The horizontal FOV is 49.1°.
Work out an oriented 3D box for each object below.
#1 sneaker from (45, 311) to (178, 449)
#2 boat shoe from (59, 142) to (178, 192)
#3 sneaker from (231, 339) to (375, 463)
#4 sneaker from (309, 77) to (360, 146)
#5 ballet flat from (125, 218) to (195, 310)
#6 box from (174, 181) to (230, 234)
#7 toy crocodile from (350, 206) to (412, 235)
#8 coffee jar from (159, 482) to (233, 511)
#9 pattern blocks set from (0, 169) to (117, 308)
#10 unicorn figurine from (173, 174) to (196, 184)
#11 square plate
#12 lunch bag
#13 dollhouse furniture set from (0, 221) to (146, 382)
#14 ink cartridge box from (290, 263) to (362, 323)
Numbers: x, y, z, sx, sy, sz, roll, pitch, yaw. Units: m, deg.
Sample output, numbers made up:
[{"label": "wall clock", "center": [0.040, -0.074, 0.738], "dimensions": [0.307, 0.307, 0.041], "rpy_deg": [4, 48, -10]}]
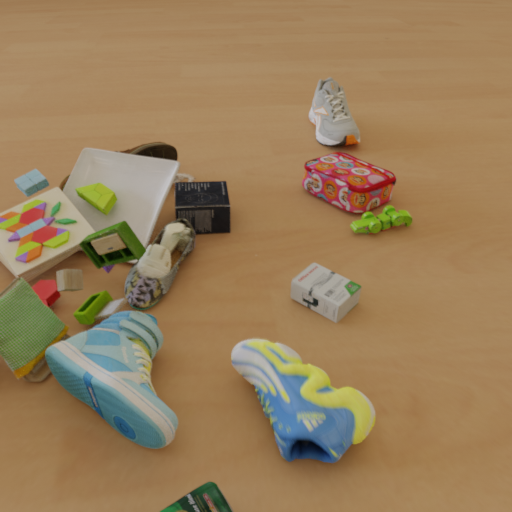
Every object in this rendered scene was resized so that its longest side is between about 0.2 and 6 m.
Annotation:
[{"label": "sneaker", "center": [-1.588, 1.477, 7.573], "dimensions": [2.335, 0.929, 1.524], "rpy_deg": [25, 43, 31]}, {"label": "boat shoe", "center": [-3.062, -1.965, 12.551], "dimensions": [0.959, 1.015, 2.821], "rpy_deg": [28, 43, 33]}, {"label": "sneaker", "center": [0.358, 1.853, 7.120], "dimensions": [2.160, 0.818, 1.134], "rpy_deg": [19, 43, 30]}, {"label": "sneaker", "center": [2.071, -3.969, 15.229], "dimensions": [1.100, 1.337, 2.906], "rpy_deg": [-7, 35, -9]}, {"label": "ballet flat", "center": [-1.673, -0.002, 9.852], "dimensions": [0.806, 0.806, 2.242], "rpy_deg": [9, 35, 13]}, {"label": "box", "center": [-1.096, -0.993, 11.414], "dimensions": [1.082, 0.682, 1.101], "rpy_deg": [-4, 34, -5]}, {"label": "toy crocodile", "center": [2.525, -0.672, 11.265], "dimensions": [1.315, 0.406, 0.444], "rpy_deg": [-16, 38, -15]}, {"label": "coffee jar", "center": [-0.927, 2.958, 5.627], "dimensions": [1.497, 0.639, 0.781], "rpy_deg": [-19, 38, -25]}, {"label": "pattern blocks set", "center": [-4.024, -0.422, 10.276], "dimensions": [3.675, 0.298, 3.231], "rpy_deg": [26, 54, 30]}, {"label": "unicorn figurine", "center": [-1.849, -1.730, 12.775], "dimensions": [0.974, 0.360, 0.669], "rpy_deg": [13, 25, 28]}, {"label": "square plate", "center": [-2.811, -1.000, 10.960], "dimensions": [2.262, 0.322, 2.240], "rpy_deg": [11, 69, 18]}, {"label": "lunch bag", "center": [2.118, -1.675, 12.441], "dimensions": [1.623, 0.755, 1.843], "rpy_deg": [-22, 40, -36]}, {"label": "dollhouse furniture set", "center": [-2.705, 0.579, 8.245], "dimensions": [0.984, 1.274, 2.550], "rpy_deg": [-13, 29, 35]}, {"label": "ink cartridge box", "center": [1.142, 0.594, 9.289], "dimensions": [0.959, 0.398, 0.703], "rpy_deg": [28, 44, 30]}]
